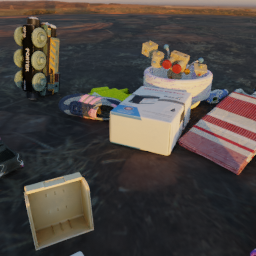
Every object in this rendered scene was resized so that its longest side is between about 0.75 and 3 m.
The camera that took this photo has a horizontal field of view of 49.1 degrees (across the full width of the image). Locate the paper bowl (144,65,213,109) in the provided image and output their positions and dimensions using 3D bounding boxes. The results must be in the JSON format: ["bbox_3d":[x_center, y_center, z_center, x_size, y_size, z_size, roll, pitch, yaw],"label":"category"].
[{"bbox_3d":[1.739,-1.443,9.995,2.368,1.232,2.368,-1,26,0],"label":"paper bowl"}]

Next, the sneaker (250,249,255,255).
[{"bbox_3d":[2.377,1.670,4.497,1.115,0.709,1.956,-6,27,-4],"label":"sneaker"}]

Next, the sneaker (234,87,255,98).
[{"bbox_3d":[4.308,-0.828,8.260,0.983,0.991,2.734,-23,15,-33],"label":"sneaker"}]

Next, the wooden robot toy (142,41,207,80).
[{"bbox_3d":[1.506,-2.059,9.819,2.508,1.138,1.105,27,48,18],"label":"wooden robot toy"}]

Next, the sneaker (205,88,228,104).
[{"bbox_3d":[3.281,-1.151,10.422,1.252,0.474,0.482,-15,53,-27],"label":"sneaker"}]

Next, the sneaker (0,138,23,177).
[{"bbox_3d":[-3.499,0.353,6.673,2.439,1.053,0.980,19,34,31],"label":"sneaker"}]

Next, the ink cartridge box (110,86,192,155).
[{"bbox_3d":[0.738,-0.342,8.097,1.695,0.978,2.337,11,29,21],"label":"ink cartridge box"}]

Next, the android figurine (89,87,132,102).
[{"bbox_3d":[-0.695,-1.047,10.151,2.069,0.425,1.884,-14,30,-29],"label":"android figurine"}]

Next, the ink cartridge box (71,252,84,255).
[{"bbox_3d":[-1.078,2.462,2.659,2.151,0.900,1.560,-16,31,-29],"label":"ink cartridge box"}]

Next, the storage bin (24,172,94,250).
[{"bbox_3d":[-1.165,1.372,4.757,0.998,0.991,0.468,-12,26,-22],"label":"storage bin"}]

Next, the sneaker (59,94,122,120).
[{"bbox_3d":[-1.232,-0.639,8.934,2.163,0.759,0.887,1,23,4],"label":"sneaker"}]

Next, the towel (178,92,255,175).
[{"bbox_3d":[2.788,-0.007,7.341,2.493,0.284,1.796,-39,43,-22],"label":"towel"}]

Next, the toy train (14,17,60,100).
[{"bbox_3d":[-3.327,-2.566,10.588,1.253,2.941,1.676,10,14,23],"label":"toy train"}]
